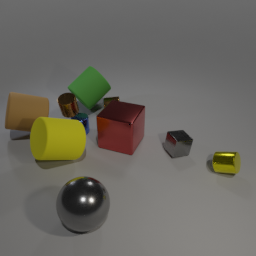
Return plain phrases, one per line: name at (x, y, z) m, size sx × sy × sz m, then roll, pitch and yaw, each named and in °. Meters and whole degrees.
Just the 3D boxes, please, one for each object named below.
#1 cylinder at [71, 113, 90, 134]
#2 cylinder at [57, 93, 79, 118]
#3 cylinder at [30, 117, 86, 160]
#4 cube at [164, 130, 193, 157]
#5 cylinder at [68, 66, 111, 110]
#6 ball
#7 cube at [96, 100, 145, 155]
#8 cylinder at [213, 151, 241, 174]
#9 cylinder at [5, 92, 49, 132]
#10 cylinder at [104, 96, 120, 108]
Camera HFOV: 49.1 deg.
cylinder at (-1.931, -0.150, 11.354) m, size 0.700 × 0.700 × 0.700 m, roll 0°, pitch 32°, yaw 0°
cylinder at (-2.278, -0.874, 10.720) m, size 0.700 × 0.700 × 0.700 m, roll -3°, pitch 48°, yaw 3°
cylinder at (-2.370, 0.375, 9.464) m, size 1.400 × 1.400 × 1.400 m, roll 5°, pitch 23°, yaw -41°
cube at (1.818, 0.558, 10.152) m, size 0.700 × 0.700 × 0.700 m, roll -5°, pitch 32°, yaw -23°
cylinder at (-1.718, -1.786, 12.523) m, size 1.400 × 1.400 × 1.400 m, roll -45°, pitch 45°, yaw -6°
ball at (-1.170, 1.978, 7.353) m, size 1.400 × 1.400 × 1.400 m, roll 0°, pitch 32°, yaw 0°
cube at (-0.238, -0.052, 10.540) m, size 1.400 × 1.400 × 1.400 m, roll 12°, pitch 34°, yaw 18°
cylinder at (3.223, 1.117, 9.139) m, size 0.700 × 0.700 × 0.700 m, roll -2°, pitch 25°, yaw 38°
cylinder at (-3.872, -0.576, 10.719) m, size 1.400 × 1.400 × 1.400 m, roll 8°, pitch 27°, yaw -27°
cylinder at (-0.718, -1.057, 12.705) m, size 0.700 × 0.700 × 0.700 m, roll -6°, pitch 32°, yaw 1°
